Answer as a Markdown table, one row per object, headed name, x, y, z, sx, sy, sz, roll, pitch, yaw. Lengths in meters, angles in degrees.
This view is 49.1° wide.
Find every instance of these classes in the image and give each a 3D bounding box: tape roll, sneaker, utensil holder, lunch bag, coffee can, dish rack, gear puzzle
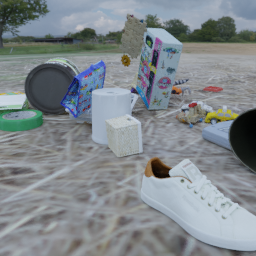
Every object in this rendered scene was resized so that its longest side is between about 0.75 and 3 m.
| name | x | y | z | sx | sy | sz | roll | pitch | yaw |
| --- | --- | --- | --- | --- | --- | --- | --- | --- | --- |
| tape roll | -3.785 | -0.287 | 9.850 | 1.520 | 0.365 | 1.520 | 1 | 18 | 0 |
| sneaker | 1.153 | 1.131 | 4.659 | 2.351 | 0.995 | 0.856 | 17 | 23 | 38 |
| utensil holder | -0.490 | -0.387 | 8.424 | 1.243 | 1.462 | 1.243 | 0 | 18 | 0 |
| lunch bag | -1.297 | -1.323 | 8.857 | 0.790 | 1.679 | 1.264 | 42 | 49 | 8 |
| coffee can | -3.071 | -1.878 | 11.997 | 2.012 | 2.012 | 2.749 | -2 | 18 | -6 |
| dish rack | -0.891 | -0.747 | 10.517 | 2.283 | 0.579 | 2.660 | 6 | 24 | 8 |
| gear puzzle | 0.146 | -2.736 | 9.083 | 0.883 | 1.705 | 0.223 | 37 | 41 | 23 |

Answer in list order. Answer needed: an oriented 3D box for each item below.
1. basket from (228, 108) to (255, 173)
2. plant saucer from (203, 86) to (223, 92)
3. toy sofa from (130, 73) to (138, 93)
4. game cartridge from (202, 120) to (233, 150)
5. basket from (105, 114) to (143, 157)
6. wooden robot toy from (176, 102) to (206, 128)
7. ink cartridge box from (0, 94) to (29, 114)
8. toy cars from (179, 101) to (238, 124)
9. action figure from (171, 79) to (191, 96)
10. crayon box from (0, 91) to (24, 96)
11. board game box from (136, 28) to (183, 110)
| name | x | y | z | sx | sy | sz | roll | pitch | yaw |
| --- | --- | --- | --- | --- | --- | --- | --- | --- | --- |
| basket | 3.932 | 0.173 | 6.730 | 2.344 | 1.594 | 2.113 | -13 | 27 | -44 |
| plant saucer | 4.868 | -2.245 | 16.020 | 0.897 | 0.165 | 0.895 | 16 | 24 | 37 |
| toy sofa | 1.214 | -2.448 | 15.615 | 1.041 | 1.226 | 2.513 | 35 | 31 | 19 |
| game cartridge | 3.407 | 0.158 | 8.498 | 2.165 | 0.450 | 1.442 | -10 | 17 | -27 |
| basket | -0.118 | 0.211 | 7.582 | 0.734 | 0.913 | 0.905 | -13 | 22 | -20 |
| wooden robot toy | 2.141 | -0.514 | 10.085 | 0.800 | 0.777 | 1.763 | -1 | 13 | 35 |
| ink cartridge box | -4.934 | -0.748 | 10.796 | 1.930 | 0.636 | 2.653 | -5 | 20 | -14 |
| toy cars | 3.091 | -0.663 | 10.598 | 1.215 | 0.600 | 2.711 | -9 | 21 | -28 |
| action figure | 1.894 | -2.076 | 14.114 | 2.109 | 1.140 | 2.180 | 7 | 17 | -6 |
| crayon box | -5.600 | -1.301 | 12.777 | 1.647 | 0.425 | 1.035 | -17 | 25 | -39 |
| board game box | 1.187 | -2.476 | 11.733 | 0.905 | 2.816 | 2.077 | -2 | 34 | -15 |
